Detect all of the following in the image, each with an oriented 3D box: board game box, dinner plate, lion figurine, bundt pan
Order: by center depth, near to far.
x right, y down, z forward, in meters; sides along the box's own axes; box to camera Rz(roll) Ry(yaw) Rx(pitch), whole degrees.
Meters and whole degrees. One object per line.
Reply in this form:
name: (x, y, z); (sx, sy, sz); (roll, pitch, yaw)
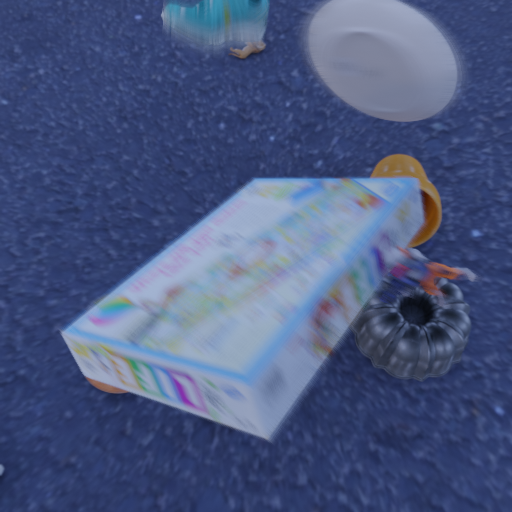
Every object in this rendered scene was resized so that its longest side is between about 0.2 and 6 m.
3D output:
board game box: (0.050, 0.227, 7.768); (3.024, 0.770, 4.498); (7, 36, 37)
dinner plate: (2.124, -3.328, 9.947); (2.790, 2.790, 0.338); (28, 70, 16)
bundt pan: (2.858, 1.085, 10.189); (2.231, 0.837, 2.231); (0, 59, 0)
lion figurine: (-0.236, -5.301, 14.443); (0.901, 0.326, 0.552); (-42, 74, -7)

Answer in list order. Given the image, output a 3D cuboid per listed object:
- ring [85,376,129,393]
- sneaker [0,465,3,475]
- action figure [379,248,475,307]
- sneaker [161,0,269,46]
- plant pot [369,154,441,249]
ring: (-2.401, 1.743, 10.187); (1.573, 0.151, 1.573); (0, 59, 1)
sneaker: (-5.292, 3.495, 8.666); (2.246, 0.826, 1.325); (17, 54, 7)
action figure: (2.069, 0.250, 7.263); (1.073, 1.109, 0.580); (26, 56, -11)
sneaker: (-0.678, -4.396, 9.965); (2.370, 0.944, 0.918); (-26, 62, -41)
plant pot: (2.840, -1.220, 11.276); (1.635, 1.635, 1.497); (10, 43, 6)
